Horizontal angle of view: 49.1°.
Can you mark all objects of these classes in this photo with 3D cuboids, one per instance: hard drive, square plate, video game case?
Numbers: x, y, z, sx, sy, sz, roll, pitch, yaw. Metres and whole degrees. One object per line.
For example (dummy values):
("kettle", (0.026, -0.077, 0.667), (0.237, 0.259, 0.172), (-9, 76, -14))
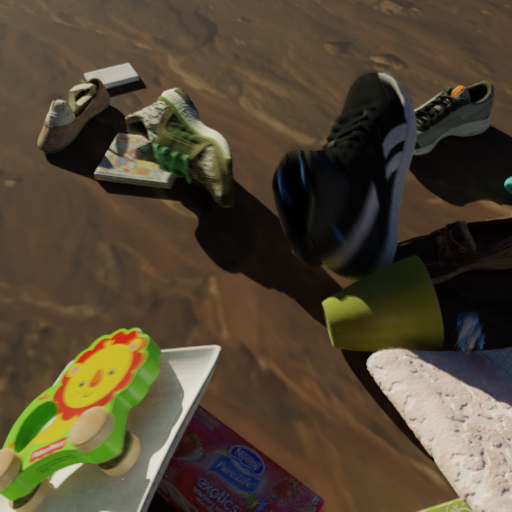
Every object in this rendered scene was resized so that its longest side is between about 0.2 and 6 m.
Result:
("hard drive", (-3.158, -3.894, 12.224), (1.023, 0.130, 0.675), (-21, 51, -18))
("square plate", (-1.750, 2.095, 5.866), (2.585, 0.368, 2.561), (-11, 35, 34))
("video game case", (-2.067, -1.761, 10.251), (1.404, 0.161, 1.277), (8, 48, 7))

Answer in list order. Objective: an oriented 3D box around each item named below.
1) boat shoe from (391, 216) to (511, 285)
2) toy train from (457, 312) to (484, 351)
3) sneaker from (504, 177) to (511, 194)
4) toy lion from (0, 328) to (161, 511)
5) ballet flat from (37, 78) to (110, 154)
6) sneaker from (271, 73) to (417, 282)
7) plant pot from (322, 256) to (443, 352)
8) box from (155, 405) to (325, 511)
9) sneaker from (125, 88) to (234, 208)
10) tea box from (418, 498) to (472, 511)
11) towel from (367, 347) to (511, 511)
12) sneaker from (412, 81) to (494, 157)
("boat shoe", (2.957, -0.190, 8.297), (2.377, 0.856, 0.858), (-6, 48, 1))
("toy train", (2.580, 0.909, 6.785), (0.300, 0.396, 0.693), (-12, -1, 22))
("sneaker", (4.488, -0.440, 8.678), (0.977, 0.951, 2.454), (-24, 42, 33))
("toy lion", (-1.910, 1.633, 6.151), (1.869, 0.642, 1.792), (-27, 32, 13))
("ballet flat", (-3.597, -2.818, 10.861), (0.698, 0.690, 2.051), (16, 50, 14))
("sneaker", (1.223, -1.476, 7.994), (1.912, 1.249, 3.418), (21, 67, -36))
("plant pot", (1.584, 0.748, 7.369), (1.331, 1.246, 1.246), (-13, 48, 3))
("box", (-0.239, 2.495, 5.864), (1.769, 0.882, 0.844), (30, 54, 25))
("sneaker", (-1.344, -1.689, 9.543), (1.330, 1.154, 3.001), (-23, 50, -18))
("tea box", (1.986, 3.090, 5.082), (1.405, 0.955, 1.429), (-5, 46, -24))
("towel", (2.767, 1.817, 5.987), (2.386, 0.403, 2.498), (0, 28, -21))
("sneaker", (3.379, -2.632, 10.492), (2.528, 1.002, 0.934), (-23, 53, -18))
